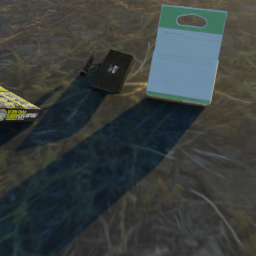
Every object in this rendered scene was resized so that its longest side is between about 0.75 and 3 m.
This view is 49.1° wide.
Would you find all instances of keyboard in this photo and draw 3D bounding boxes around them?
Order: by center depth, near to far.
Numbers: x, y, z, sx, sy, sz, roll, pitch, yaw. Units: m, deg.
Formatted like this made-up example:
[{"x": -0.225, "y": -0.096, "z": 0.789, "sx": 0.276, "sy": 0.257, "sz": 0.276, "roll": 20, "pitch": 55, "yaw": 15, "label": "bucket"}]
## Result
[{"x": -0.799, "y": -2.091, "z": 9.958, "sx": 1.633, "sy": 0.265, "sz": 2.570, "roll": 17, "pitch": 44, "yaw": 1, "label": "keyboard"}]

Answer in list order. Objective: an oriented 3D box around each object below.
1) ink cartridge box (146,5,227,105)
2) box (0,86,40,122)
[{"x": 1.809, "y": -2.258, "z": 8.852, "sx": 2.043, "sy": 0.673, "sz": 2.807, "roll": 11, "pitch": 94, "yaw": 10, "label": "ink cartridge box"}, {"x": -3.919, "y": -0.797, "z": 8.240, "sx": 2.056, "sy": 0.455, "sz": 1.647, "roll": 27, "pitch": 13, "yaw": 21, "label": "box"}]
